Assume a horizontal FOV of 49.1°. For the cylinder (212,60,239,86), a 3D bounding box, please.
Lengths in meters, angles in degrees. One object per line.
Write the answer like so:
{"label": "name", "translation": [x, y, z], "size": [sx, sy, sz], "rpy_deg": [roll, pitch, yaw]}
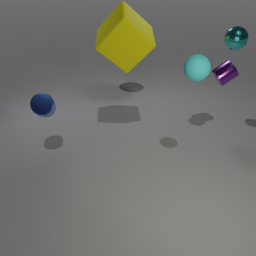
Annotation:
{"label": "cylinder", "translation": [3.562, -2.014, 10.275], "size": [0.700, 0.700, 0.700], "rpy_deg": [-34, 26, 14]}

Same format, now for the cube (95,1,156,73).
{"label": "cube", "translation": [-0.101, -3.014, 9.351], "size": [1.400, 1.400, 1.400], "rpy_deg": [32, 35, -30]}

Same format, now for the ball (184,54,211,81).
{"label": "ball", "translation": [1.843, -1.607, 7.479], "size": [0.700, 0.700, 0.700], "rpy_deg": [0, 29, 0]}

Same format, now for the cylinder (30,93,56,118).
{"label": "cylinder", "translation": [-2.663, -0.704, 8.839], "size": [0.700, 0.700, 0.700], "rpy_deg": [-5, -4, -9]}

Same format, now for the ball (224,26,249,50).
{"label": "ball", "translation": [3.298, -2.733, 8.545], "size": [0.700, 0.700, 0.700], "rpy_deg": [0, 29, 0]}
